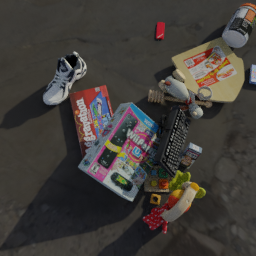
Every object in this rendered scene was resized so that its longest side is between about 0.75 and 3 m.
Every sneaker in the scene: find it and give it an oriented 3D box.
[{"bbox_3d":[-2.483,-1.955,10.519,0.890,1.452,2.231,42,76,14],"label":"sneaker"}]

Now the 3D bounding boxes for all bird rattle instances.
[{"bbox_3d":[1.445,2.326,8.848,2.183,1.780,1.230,-41,83,-17],"label":"bird rattle"}]

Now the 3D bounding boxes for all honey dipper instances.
[{"bbox_3d":[2.017,-1.098,10.775,2.463,0.468,0.468,7,71,1],"label":"honey dipper"}]

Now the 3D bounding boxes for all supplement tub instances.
[{"bbox_3d":[4.657,-4.234,11.526,1.021,1.021,1.666,29,73,9],"label":"supplement tub"}]

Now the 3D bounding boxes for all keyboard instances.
[{"bbox_3d":[1.518,0.297,9.548,1.498,0.320,2.495,45,49,-26],"label":"keyboard"}]

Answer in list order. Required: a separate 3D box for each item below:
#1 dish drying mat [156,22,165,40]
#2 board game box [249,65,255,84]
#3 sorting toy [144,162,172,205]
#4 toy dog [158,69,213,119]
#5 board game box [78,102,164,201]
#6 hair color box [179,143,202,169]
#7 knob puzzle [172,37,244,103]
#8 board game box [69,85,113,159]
[{"bbox_3d":[1.386,-4.175,12.000,0.326,0.077,0.848,5,72,3],"label":"dish drying mat"},{"bbox_3d":[5.431,-2.078,11.229,1.023,0.187,0.774,11,72,4],"label":"board game box"},{"bbox_3d":[1.076,1.783,9.888,1.000,0.242,1.777,1,72,0],"label":"sorting toy"},{"bbox_3d":[1.951,-1.221,10.288,2.040,0.983,1.345,35,119,16],"label":"toy dog"},{"bbox_3d":[-0.070,0.778,9.464,1.966,0.857,2.665,39,73,-23],"label":"board game box"},{"bbox_3d":[2.143,0.977,9.768,0.461,0.932,0.283,26,43,1],"label":"hair color box"},{"bbox_3d":[3.364,-2.086,11.115,2.928,0.406,2.928,0,71,0],"label":"knob puzzle"},{"bbox_3d":[-1.219,-0.158,10.536,1.475,0.279,2.865,-15,72,-4],"label":"board game box"}]
